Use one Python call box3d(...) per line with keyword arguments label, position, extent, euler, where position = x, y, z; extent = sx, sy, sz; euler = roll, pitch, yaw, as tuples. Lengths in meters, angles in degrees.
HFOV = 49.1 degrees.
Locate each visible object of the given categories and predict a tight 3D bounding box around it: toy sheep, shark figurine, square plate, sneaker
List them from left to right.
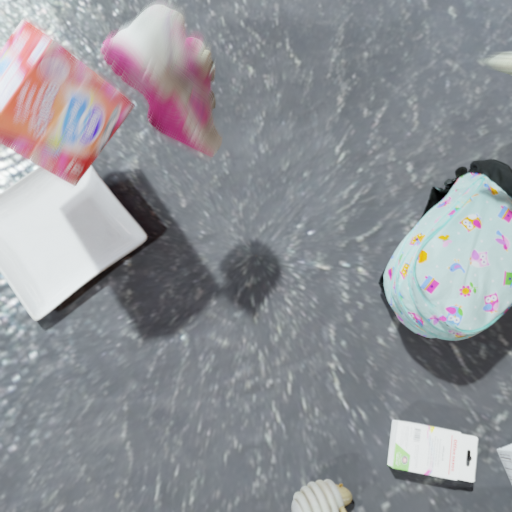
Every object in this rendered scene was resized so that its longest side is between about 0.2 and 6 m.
box3d(label="square plate", position=(-3.768, -0.479, 10.636), extent=(2.547, 0.362, 2.523), euler=(-38, 78, -10))
box3d(label="sneaker", position=(-0.961, -2.301, 7.612), extent=(1.028, 2.527, 1.115), euler=(30, 78, 24))
box3d(label="toy sheep", position=(1.012, 4.120, 9.170), extent=(1.227, 0.846, 0.846), euler=(-13, 75, -19))
box3d(label="shark figurine", position=(3.869, -2.212, 7.512), extent=(0.974, 0.680, 1.629), euler=(-26, 117, 24))

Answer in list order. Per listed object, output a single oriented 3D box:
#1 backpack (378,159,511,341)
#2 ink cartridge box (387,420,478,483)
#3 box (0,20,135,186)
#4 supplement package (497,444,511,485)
box3d(label="backpack", position=(3.622, 0.028, 9.689), extent=(3.075, 1.947, 2.566), euler=(-42, 82, -7))
box3d(label="ink cartridge box", position=(3.000, 3.327, 9.554), extent=(1.369, 0.461, 0.802), euler=(11, 75, 3))
box3d(label="box", position=(-3.038, -2.298, 8.121), extent=(1.437, 1.325, 2.800), euler=(-53, 38, 3))
box3d(label="supplement package", position=(4.718, 3.758, 9.308), extent=(0.737, 0.710, 1.296), euler=(-19, 75, -5))
